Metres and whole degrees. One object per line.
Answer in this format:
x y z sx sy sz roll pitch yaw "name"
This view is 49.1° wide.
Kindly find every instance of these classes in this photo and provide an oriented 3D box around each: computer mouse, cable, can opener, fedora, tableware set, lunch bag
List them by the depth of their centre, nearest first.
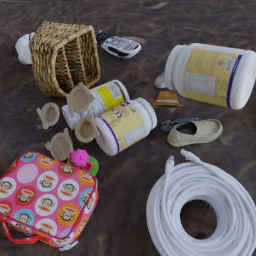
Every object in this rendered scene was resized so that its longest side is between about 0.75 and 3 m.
1.891 2.357 7.404 2.879 0.997 2.880 27 67 8 "cable"
-2.386 2.080 7.837 2.726 1.117 2.401 20 55 13 "lunch bag"
-1.947 -0.171 9.174 2.445 0.284 2.043 -29 73 21 "tableware set"
1.408 -1.026 10.079 1.313 1.313 0.535 2 89 1 "fedora"
1.871 -0.113 10.172 1.388 0.370 0.464 -3 84 -3 "can opener"
-0.679 -3.711 12.844 2.793 0.613 1.532 26 51 26 "computer mouse"

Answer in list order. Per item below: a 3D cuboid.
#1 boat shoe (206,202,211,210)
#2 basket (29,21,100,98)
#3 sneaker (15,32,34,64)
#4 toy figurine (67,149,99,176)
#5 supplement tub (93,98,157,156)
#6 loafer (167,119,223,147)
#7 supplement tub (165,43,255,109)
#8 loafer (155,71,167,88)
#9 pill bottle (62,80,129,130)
2.432 2.077 8.400 0.280 0.280 0.795 23 47 11 "boat shoe"
-2.258 -2.332 10.399 1.956 2.625 1.874 9 52 7 "basket"
-4.651 -3.508 12.621 0.850 0.807 2.112 -8 44 3 "sneaker"
-1.537 0.972 8.720 1.129 1.039 0.847 26 64 20 "toy figurine"
-0.126 -0.089 9.405 1.902 1.383 1.383 -30 57 -22 "supplement tub"
2.380 0.103 9.694 2.042 0.697 0.773 -15 53 -12 "loafer"
2.674 -1.750 9.149 2.528 1.838 1.838 19 53 31 "supplement tub"
1.811 -2.292 11.637 0.649 0.648 1.857 37 60 26 "loafer"
-1.153 -0.789 10.060 2.259 1.234 1.234 -26 56 -19 "pill bottle"
